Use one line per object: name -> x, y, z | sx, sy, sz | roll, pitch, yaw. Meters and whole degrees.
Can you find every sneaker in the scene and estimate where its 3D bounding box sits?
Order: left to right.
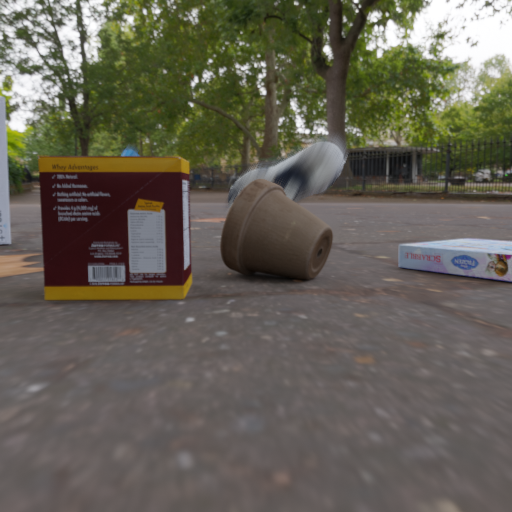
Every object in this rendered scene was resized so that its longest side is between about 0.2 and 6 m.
sneaker -> 0.588, -1.211, 9.180 | 1.989, 0.794, 1.294 | -31, -6, 23

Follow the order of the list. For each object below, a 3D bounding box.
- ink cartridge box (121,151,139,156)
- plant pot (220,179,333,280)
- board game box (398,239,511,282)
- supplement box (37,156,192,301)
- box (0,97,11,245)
ink cartridge box -> -2.560, -1.454, 11.063 | 0.366, 1.096, 0.635 | 14, -17, 49
plant pot -> 0.350, -0.241, 7.371 | 1.150, 1.319, 1.319 | 22, 16, 25
board game box -> 3.355, 0.023, 8.124 | 1.814, 0.374, 1.819 | -5, 8, -37
supplement box -> -1.516, -0.337, 6.290 | 1.495, 1.515, 1.006 | 0, 7, -2
box -> -6.601, -1.714, 11.323 | 2.726, 3.090, 1.494 | -4, 9, -39
